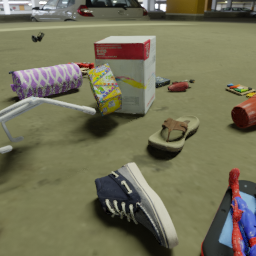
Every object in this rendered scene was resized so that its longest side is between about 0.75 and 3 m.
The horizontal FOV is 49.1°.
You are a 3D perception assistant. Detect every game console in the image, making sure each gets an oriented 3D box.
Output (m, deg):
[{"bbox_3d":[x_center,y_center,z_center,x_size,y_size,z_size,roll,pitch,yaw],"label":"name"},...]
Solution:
[{"bbox_3d":[2.610,1.903,4.729,2.259,0.396,2.554,15,30,28],"label":"game console"}]

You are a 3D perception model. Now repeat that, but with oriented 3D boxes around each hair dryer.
[{"bbox_3d":[2.304,-1.913,12.840,1.113,0.397,1.461,-1,15,41],"label":"hair dryer"}]

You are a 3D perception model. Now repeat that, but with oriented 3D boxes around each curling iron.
[{"bbox_3d":[-2.498,-2.472,7.600,0.182,0.353,1.422,33,9,-16],"label":"curling iron"}]

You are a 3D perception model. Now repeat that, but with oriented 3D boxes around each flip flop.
[{"bbox_3d":[1.421,-0.004,8.285,1.022,0.726,2.520,17,31,32],"label":"flip flop"}]

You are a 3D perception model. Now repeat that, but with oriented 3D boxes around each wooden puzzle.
[{"bbox_3d":[5.036,-1.730,12.493,1.113,0.193,1.649,-16,30,-30],"label":"wooden puzzle"}]

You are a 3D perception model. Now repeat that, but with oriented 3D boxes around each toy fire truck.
[{"bbox_3d":[-2.390,-3.107,14.989,2.042,0.498,1.440,2,26,4],"label":"toy fire truck"}]

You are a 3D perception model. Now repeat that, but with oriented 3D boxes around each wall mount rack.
[{"bbox_3d":[-2.173,-0.325,7.149,2.413,1.035,2.777,-27,11,-7],"label":"wall mount rack"}]

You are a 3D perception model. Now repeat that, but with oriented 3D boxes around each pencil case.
[{"bbox_3d":[-3.436,-1.998,12.003,2.957,1.241,1.264,-16,3,-33],"label":"pencil case"}]

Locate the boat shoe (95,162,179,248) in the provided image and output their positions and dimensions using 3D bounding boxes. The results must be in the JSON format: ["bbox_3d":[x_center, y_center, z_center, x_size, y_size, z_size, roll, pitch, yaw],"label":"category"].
[{"bbox_3d":[0.052,1.524,5.275,0.997,0.803,2.151,-21,29,-11],"label":"boat shoe"}]

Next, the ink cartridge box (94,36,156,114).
[{"bbox_3d":[-0.016,-2.010,10.404,1.825,2.523,1.833,5,26,16],"label":"ink cartridge box"}]

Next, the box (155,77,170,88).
[{"bbox_3d":[1.446,-2.200,13.401,0.949,0.242,0.749,-22,35,-37],"label":"box"}]

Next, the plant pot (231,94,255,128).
[{"bbox_3d":[4.002,-0.507,9.151,0.994,1.022,1.022,-20,31,-20],"label":"plant pot"}]

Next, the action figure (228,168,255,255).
[{"bbox_3d":[2.029,1.589,4.313,0.910,0.719,2.783,10,31,9],"label":"action figure"}]

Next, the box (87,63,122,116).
[{"bbox_3d":[-0.729,-1.188,8.885,0.716,1.174,1.131,-21,73,-8],"label":"box"}]
